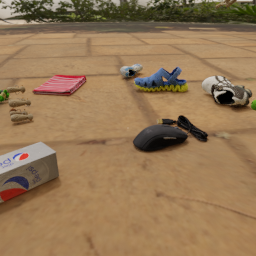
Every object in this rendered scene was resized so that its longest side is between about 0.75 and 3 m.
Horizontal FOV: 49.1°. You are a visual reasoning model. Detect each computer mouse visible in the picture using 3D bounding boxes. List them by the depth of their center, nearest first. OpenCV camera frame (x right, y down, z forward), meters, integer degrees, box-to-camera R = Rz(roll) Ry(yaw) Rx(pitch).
[{"bbox_3d":[1.069,-0.012,8.135,2.210,0.509,1.552,-8,27,-18],"label":"computer mouse"}]

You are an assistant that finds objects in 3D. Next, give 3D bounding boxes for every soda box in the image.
[{"bbox_3d":[-2.527,1.005,5.781,2.097,0.665,0.716,-22,33,-39],"label":"soda box"}]

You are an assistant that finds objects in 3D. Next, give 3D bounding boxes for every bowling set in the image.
[{"bbox_3d":[-3.622,-0.735,9.394,0.685,1.276,0.888,-6,-7,-24],"label":"bowling set"}]

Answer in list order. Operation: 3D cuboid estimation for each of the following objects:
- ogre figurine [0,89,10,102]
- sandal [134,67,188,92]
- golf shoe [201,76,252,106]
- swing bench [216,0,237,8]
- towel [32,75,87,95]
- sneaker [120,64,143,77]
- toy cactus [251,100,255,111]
[{"bbox_3d":[-5.199,-1.191,10.449,0.942,0.771,1.572,18,41,-2],"label":"ogre figurine"},{"bbox_3d":[1.425,-2.129,12.075,2.334,1.016,0.928,-2,27,0],"label":"sandal"},{"bbox_3d":[3.554,-1.448,10.775,1.069,0.879,2.262,-16,28,-30],"label":"golf shoe"},{"bbox_3d":[2.255,-3.318,6.076,0.983,0.978,0.638,-33,21,7],"label":"swing bench"},{"bbox_3d":[-2.993,-1.974,12.599,1.724,0.268,2.384,3,26,9],"label":"towel"},{"bbox_3d":[0.263,-2.886,14.291,0.608,0.603,1.677,42,38,19],"label":"sneaker"},{"bbox_3d":[4.859,-0.559,7.649,1.318,2.126,2.577,4,21,-45],"label":"toy cactus"}]
